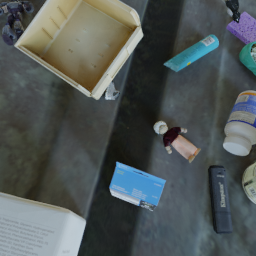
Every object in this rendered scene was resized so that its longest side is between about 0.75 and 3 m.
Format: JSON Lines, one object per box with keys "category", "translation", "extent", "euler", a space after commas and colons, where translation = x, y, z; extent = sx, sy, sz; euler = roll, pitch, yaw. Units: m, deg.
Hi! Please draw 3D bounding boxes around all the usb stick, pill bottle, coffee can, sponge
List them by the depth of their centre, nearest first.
{"category": "coffee can", "translation": [4.097, 1.329, 7.509], "extent": [1.386, 1.894, 1.386], "euler": [0, 68, 0]}
{"category": "usb stick", "translation": [2.649, 2.037, 8.077], "extent": [0.537, 0.316, 1.938], "euler": [1, 67, 1]}
{"category": "pill bottle", "translation": [3.604, -0.128, 8.577], "extent": [1.042, 1.042, 1.859], "euler": [25, 70, 10]}
{"category": "sponge", "translation": [4.628, -3.508, 10.381], "extent": [0.974, 0.260, 1.746], "euler": [-37, 72, -14]}

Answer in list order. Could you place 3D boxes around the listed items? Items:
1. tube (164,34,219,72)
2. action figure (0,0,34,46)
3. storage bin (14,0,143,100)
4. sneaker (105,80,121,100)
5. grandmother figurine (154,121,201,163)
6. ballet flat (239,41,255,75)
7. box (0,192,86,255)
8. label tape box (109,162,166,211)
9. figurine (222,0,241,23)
{"category": "tube", "translation": [2.279, -2.623, 9.906], "extent": [2.001, 0.504, 0.775], "euler": [-32, 36, -11]}
{"category": "action figure", "translation": [-4.212, -4.188, 10.429], "extent": [1.447, 0.771, 2.224], "euler": [-11, 65, 2]}
{"category": "storage bin", "translation": [-1.483, -2.882, 9.130], "extent": [2.886, 1.362, 2.907], "euler": [35, 89, 13]}
{"category": "sneaker", "translation": [-0.478, -1.336, 9.504], "extent": [0.490, 0.319, 0.849], "euler": [10, 78, -1]}
{"category": "grandmother figurine", "translation": [1.485, 0.337, 8.715], "extent": [1.586, 0.480, 0.961], "euler": [38, 63, 12]}
{"category": "ballet flat", "translation": [4.827, -1.864, 9.343], "extent": [0.907, 0.948, 2.694], "euler": [-32, 72, -14]}
{"category": "box", "translation": [-2.544, 2.818, 6.579], "extent": [2.480, 2.468, 2.125], "euler": [13, 68, 5]}
{"category": "label tape box", "translation": [0.205, 1.609, 7.431], "extent": [1.318, 1.828, 0.578], "euler": [19, 69, 8]}
{"category": "figurine", "translation": [3.790, -4.474, 10.301], "extent": [0.451, 1.021, 1.047], "euler": [-23, 41, 16]}
